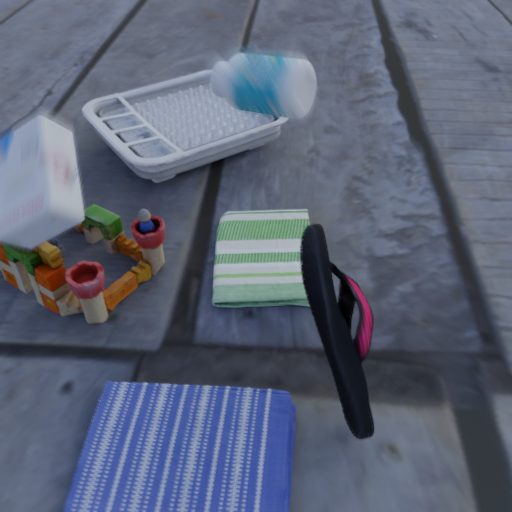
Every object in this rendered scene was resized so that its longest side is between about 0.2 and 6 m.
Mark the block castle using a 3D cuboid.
[{"bbox_3d":[-3.118,-0.331,9.280,2.908,1.364,1.943,25,48,25],"label":"block castle"}]

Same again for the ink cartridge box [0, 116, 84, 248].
[{"bbox_3d":[-2.839,-0.919,7.197,0.995,0.583,1.377,-23,66,22],"label":"ink cartridge box"}]

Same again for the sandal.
[{"bbox_3d":[1.142,0.903,7.073,0.624,2.768,1.040,-17,5,-6],"label":"sandal"}]

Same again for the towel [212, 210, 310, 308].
[{"bbox_3d":[0.165,-0.011,9.766,1.781,0.273,2.335,-1,43,-1],"label":"towel"}]

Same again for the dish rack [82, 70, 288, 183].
[{"bbox_3d":[-1.561,-2.921,12.569,3.864,0.841,3.316,-25,47,-25],"label":"dish rack"}]

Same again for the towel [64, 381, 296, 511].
[{"bbox_3d":[-0.847,2.479,7.020,2.633,0.314,1.906,3,44,5],"label":"towel"}]

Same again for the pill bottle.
[{"bbox_3d":[0.078,-2.752,9.008,1.603,0.888,0.888,16,44,26],"label":"pill bottle"}]
